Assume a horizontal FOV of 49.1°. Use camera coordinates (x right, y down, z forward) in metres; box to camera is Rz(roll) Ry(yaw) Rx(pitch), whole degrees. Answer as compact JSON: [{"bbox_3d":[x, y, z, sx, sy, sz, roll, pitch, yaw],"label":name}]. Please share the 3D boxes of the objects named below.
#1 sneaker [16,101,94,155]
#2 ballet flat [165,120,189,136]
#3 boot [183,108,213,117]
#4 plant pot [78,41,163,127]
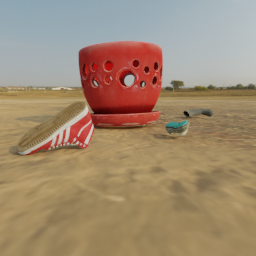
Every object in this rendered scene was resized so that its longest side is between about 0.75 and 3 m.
[{"bbox_3d":[-1.173,0.188,4.866,1.357,0.763,0.483,-35,45,-16],"label":"sneaker"},{"bbox_3d":[1.135,0.023,6.150,0.341,0.322,1.011,-33,8,-11],"label":"ballet flat"},{"bbox_3d":[2.777,-0.592,11.076,0.904,0.328,0.822,-4,11,-28],"label":"boot"},{"bbox_3d":[-0.194,-1.226,8.447,2.503,2.279,2.503,-2,7,0],"label":"plant pot"}]
